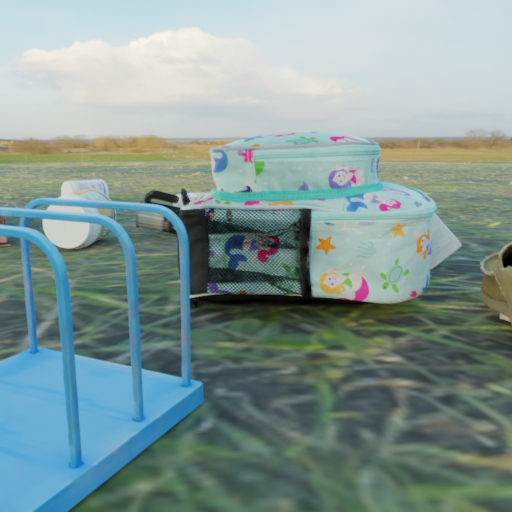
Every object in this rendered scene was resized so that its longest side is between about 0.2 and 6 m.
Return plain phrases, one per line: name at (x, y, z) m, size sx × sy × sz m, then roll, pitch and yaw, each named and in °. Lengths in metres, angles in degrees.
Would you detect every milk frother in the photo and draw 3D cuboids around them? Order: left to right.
milk frother at (-1.881, -0.971, 11.527) m, size 0.930 × 0.892 × 0.989 m, roll 11°, pitch 17°, yaw -2°

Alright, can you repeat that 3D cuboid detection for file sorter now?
file sorter at (-1.714, 0.543, 3.349) m, size 1.732 × 1.532 × 2.497 m, roll 5°, pitch 13°, yaw 25°

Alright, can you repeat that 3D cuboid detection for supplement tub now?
supplement tub at (-3.261, -0.684, 10.389) m, size 0.995 × 0.995 × 1.376 m, roll 1°, pitch 13°, yaw 4°
supplement tub at (-4.998, -1.838, 16.393) m, size 1.163 × 0.767 × 0.767 m, roll -11°, pitch 16°, yaw -42°

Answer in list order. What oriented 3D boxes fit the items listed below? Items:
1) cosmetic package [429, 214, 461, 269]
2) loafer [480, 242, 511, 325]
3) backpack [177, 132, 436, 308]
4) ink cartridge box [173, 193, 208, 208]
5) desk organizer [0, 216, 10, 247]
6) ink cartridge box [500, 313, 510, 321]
cosmetic package at (2.649, -0.316, 8.706) m, size 0.616 × 0.747 × 0.616 m, roll -41°, pitch 11°, yaw 15°
loafer at (2.828, 0.217, 5.571) m, size 0.955 × 0.847 × 2.512 m, roll -2°, pitch 10°, yaw 10°
backpack at (0.690, -0.410, 6.824) m, size 2.872 × 2.163 × 2.550 m, roll 7°, pitch 13°, yaw 7°
ink cartridge box at (-1.275, -1.020, 12.591) m, size 0.996 × 0.727 × 0.731 m, roll 2°, pitch 13°, yaw 10°
desk organizer at (-5.679, -0.918, 11.186) m, size 1.038 × 1.114 × 2.894 m, roll -7°, pitch 14°, yaw -29°
ink cartridge box at (3.233, 0.619, 6.293) m, size 0.970 × 0.180 × 0.460 m, roll -5°, pitch 12°, yaw -33°
